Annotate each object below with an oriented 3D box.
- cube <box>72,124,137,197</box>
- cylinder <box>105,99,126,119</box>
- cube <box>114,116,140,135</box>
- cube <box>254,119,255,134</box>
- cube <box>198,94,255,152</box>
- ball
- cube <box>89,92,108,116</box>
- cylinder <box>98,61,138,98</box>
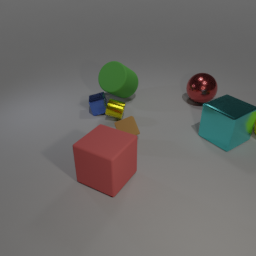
[{"bbox_3d":[-0.650,0.937,8.516,1.400,1.400,1.400,17,36,26],"label":"cube"},{"bbox_3d":[-0.516,-0.800,11.650,0.700,0.700,0.700,16,33,0],"label":"cylinder"},{"bbox_3d":[-0.019,0.015,10.270,0.700,0.700,0.700,-22,-3,6],"label":"cube"},{"bbox_3d":[5.234,-0.069,10.607,0.700,0.700,0.700,-1,22,12],"label":"cube"},{"bbox_3d":[3.673,-0.227,10.390,1.400,1.400,1.400,-21,38,-30],"label":"cube"},{"bbox_3d":[3.399,-1.836,12.902,1.400,1.400,1.400,0,32,0],"label":"ball"},{"bbox_3d":[-1.277,-1.057,12.229,0.700,0.700,0.700,-15,33,3],"label":"cube"},{"bbox_3d":[-0.417,-2.166,12.736,1.400,1.400,1.400,17,3,25],"label":"cylinder"}]
